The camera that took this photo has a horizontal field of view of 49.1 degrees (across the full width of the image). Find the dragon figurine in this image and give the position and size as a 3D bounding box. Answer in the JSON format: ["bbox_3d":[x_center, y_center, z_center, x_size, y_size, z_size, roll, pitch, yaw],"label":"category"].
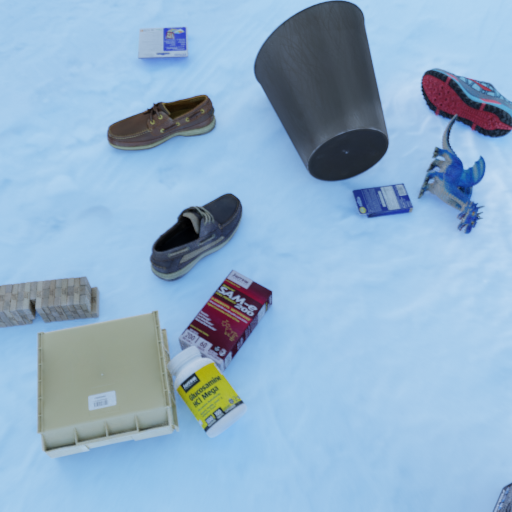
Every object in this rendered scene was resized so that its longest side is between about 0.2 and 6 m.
[{"bbox_3d":[4.087,-1.599,11.232,1.301,0.770,2.617,19,59,12],"label":"dragon figurine"}]

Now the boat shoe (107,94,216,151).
[{"bbox_3d":[-2.067,-2.960,12.096,2.420,0.817,0.871,-16,58,-10],"label":"boat shoe"}]

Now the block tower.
[{"bbox_3d":[-3.850,0.820,9.744,2.108,0.609,0.569,-6,57,-5],"label":"block tower"}]

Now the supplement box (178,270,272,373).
[{"bbox_3d":[-0.495,1.105,9.610,0.878,0.491,1.614,28,60,17],"label":"supplement box"}]

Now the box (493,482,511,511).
[{"bbox_3d":[3.235,3.819,7.027,0.500,1.810,2.259,31,61,18],"label":"box"}]

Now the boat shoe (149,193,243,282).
[{"bbox_3d":[-1.054,-0.470,10.417,0.845,0.832,2.268,31,61,21],"label":"boat shoe"}]

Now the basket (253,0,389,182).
[{"bbox_3d":[1.472,-3.230,11.533,2.693,2.031,2.986,-31,60,30],"label":"basket"}]

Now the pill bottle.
[{"bbox_3d":[-0.797,2.083,8.704,0.735,0.735,1.307,-34,73,-20],"label":"pill bottle"}]

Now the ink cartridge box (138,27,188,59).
[{"bbox_3d":[-2.302,-5.217,13.928,1.229,0.292,1.244,-3,58,-4],"label":"ink cartridge box"}]

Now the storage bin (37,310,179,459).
[{"bbox_3d":[-2.309,2.016,8.770,1.950,0.914,1.936,-10,58,-7],"label":"storage bin"}]

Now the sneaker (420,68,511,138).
[{"bbox_3d":[4.779,-3.489,12.561,2.314,0.918,1.105,38,51,15],"label":"sneaker"}]

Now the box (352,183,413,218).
[{"bbox_3d":[2.518,-1.102,11.255,1.099,0.178,0.665,-7,57,-5],"label":"box"}]
